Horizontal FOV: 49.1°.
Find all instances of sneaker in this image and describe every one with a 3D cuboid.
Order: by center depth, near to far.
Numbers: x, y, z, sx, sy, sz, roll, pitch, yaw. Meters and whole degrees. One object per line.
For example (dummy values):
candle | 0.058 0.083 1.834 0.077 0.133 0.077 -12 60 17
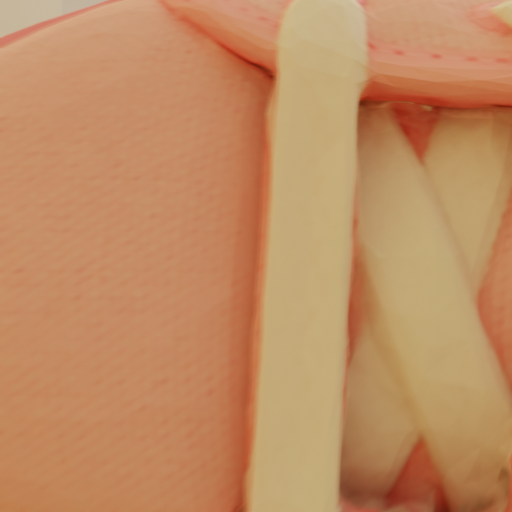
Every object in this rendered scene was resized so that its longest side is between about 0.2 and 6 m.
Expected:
sneaker | 0.652 0.007 0.467 2.362 0.889 1.235 4 -2 -5
